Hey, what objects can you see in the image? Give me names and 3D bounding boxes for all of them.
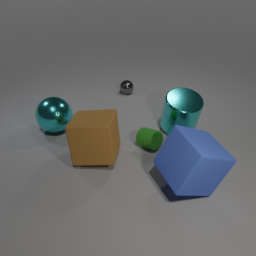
[{"bbox_3d":[-1.086,0.285,9.249,1.400,1.400,1.400,-2,25,8],"label":"cube"},{"bbox_3d":[1.847,0.945,7.971,1.400,1.400,1.400,10,30,-33],"label":"cube"},{"bbox_3d":[-2.858,-0.516,10.839,1.400,1.400,1.400,0,32,0],"label":"ball"},{"bbox_3d":[2.020,-0.574,10.651,1.400,1.400,1.400,2,48,-2],"label":"cylinder"},{"bbox_3d":[0.762,0.371,9.976,0.700,0.700,0.700,-27,27,-36],"label":"cylinder"},{"bbox_3d":[-0.063,-2.024,13.897,0.700,0.700,0.700,0,32,0],"label":"ball"}]
